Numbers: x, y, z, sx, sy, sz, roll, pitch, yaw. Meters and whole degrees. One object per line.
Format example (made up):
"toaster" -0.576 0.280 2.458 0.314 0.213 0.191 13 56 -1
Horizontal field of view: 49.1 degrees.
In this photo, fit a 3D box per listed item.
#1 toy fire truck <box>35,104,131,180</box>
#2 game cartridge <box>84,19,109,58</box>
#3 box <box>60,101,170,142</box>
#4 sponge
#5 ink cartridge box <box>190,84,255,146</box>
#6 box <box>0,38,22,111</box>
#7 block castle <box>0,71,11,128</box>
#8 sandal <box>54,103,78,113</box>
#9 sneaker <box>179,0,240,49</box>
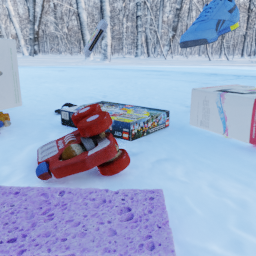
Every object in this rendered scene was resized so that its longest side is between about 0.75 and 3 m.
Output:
"toy fire truck" -0.916 0.393 5.060 1.523 1.017 1.814 -28 21 -9
"game cartridge" -0.880 -2.429 7.557 0.210 1.025 0.682 30 19 -19
"box" -0.394 -0.293 8.095 2.655 0.500 1.813 12 19 38
"sponge" -0.730 1.112 3.186 2.379 0.355 1.327 1 15 2
"ink cartridge box" 3.249 -0.425 7.350 2.007 1.164 2.719 -9 19 -29
"box" -5.629 -1.899 9.969 2.249 2.613 2.626 8 17 27
"block castle" -4.018 -0.843 7.881 1.192 1.698 2.542 -6 17 -26
"sandal" -1.996 -0.762 10.134 1.472 0.352 0.553 -12 19 -39
"sneaker" 2.246 -3.040 7.864 0.952 1.133 2.889 9 34 43
